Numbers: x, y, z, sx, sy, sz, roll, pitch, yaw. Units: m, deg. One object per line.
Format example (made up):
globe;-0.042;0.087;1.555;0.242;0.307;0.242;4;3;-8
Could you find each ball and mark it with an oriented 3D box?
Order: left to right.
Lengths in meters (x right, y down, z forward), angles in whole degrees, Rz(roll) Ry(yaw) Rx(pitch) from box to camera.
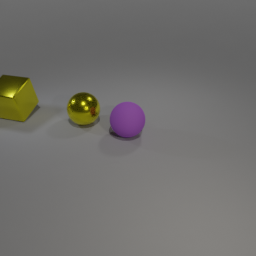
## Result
ball;-1.869;-0.811;11.794;1.400;1.400;1.400;0;31;0
ball;-0.018;-0.330;10.970;1.400;1.400;1.400;0;31;0

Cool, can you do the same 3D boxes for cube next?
cube;-5.032;-1.319;12.290;1.400;1.400;1.400;9;48;14
